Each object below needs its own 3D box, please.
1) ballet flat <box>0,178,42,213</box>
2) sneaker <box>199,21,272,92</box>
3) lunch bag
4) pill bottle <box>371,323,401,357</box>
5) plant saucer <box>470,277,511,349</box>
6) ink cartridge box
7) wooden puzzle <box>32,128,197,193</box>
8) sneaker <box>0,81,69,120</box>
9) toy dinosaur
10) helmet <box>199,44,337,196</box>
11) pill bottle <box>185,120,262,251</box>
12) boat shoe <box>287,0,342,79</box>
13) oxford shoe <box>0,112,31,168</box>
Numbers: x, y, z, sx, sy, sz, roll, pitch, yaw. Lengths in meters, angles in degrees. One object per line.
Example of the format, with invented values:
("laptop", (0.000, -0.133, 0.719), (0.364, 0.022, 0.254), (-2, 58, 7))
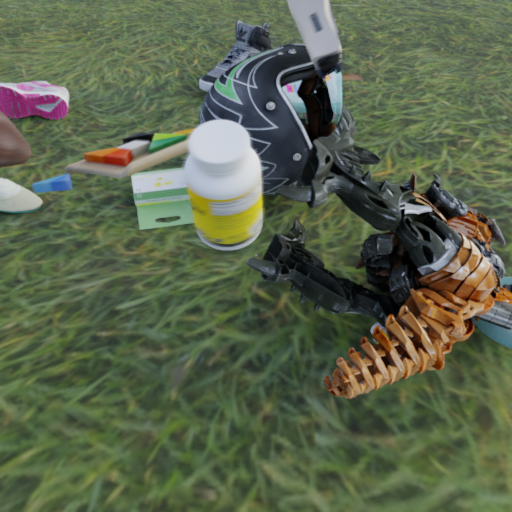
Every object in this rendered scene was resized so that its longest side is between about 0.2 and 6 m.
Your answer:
("ballet flat", (-5.397, -1.294, 11.440), (1.975, 0.686, 0.686), (4, 38, 5))
("sneaker", (-0.576, -5.893, 16.416), (1.113, 1.679, 2.950), (29, 46, 31))
("lunch bag", (1.051, -4.037, 14.185), (2.206, 1.579, 2.590), (3, 33, 2))
("pill bottle", (2.002, 1.290, 8.400), (0.357, 0.357, 0.653), (-15, 40, -18))
("plant saucer", (4.307, 0.847, 9.006), (1.707, 0.307, 1.707), (0, 38, 0))
("ink cartridge box", (-1.909, -1.222, 11.577), (1.209, 0.398, 1.662), (-8, 37, -11))
("wooden puzzle", (-1.551, -1.350, 7.235), (1.591, 0.276, 2.358), (4, 28, 36))
("sneaker", (-6.017, -4.227, 15.059), (2.165, 0.881, 0.955), (9, 37, -2))
("toy dinosaur", (2.152, 0.025, 7.993), (3.791, 2.853, 5.586), (32, 12, 12))
("helmet", (0.259, -2.629, 11.415), (2.972, 2.972, 2.833), (24, 59, 27))
("pill bottle", (-0.312, -0.674, 5.493), (0.718, 1.276, 0.718), (-1, 56, 1))
("boat shoe", (0.785, -3.117, 7.567), (0.551, 0.685, 1.477), (-14, 80, 9))
("oxford shoe", (-4.445, -2.004, 7.337), (3.344, 1.190, 1.213), (34, 8, 15))
